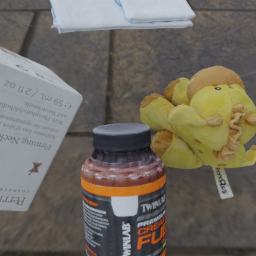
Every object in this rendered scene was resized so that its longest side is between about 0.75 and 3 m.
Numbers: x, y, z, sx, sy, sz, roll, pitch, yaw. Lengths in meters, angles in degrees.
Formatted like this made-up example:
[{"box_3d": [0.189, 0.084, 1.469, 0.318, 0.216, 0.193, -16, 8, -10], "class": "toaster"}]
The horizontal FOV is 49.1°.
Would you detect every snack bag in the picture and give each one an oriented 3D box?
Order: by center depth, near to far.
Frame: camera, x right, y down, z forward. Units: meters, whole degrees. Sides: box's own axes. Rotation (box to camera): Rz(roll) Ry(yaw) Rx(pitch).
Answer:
[{"box_3d": [-0.328, -2.745, 5.168, 2.607, 0.279, 2.458, -11, 64, -22], "class": "snack bag"}]

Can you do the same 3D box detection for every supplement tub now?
[{"box_3d": [-0.058, 1.235, 4.519, 1.359, 2.541, 1.359, -2, 10, 0], "class": "supplement tub"}]

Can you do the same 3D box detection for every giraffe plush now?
[{"box_3d": [1.506, -0.143, 5.282, 2.396, 2.252, 2.777, -28, 69, -6], "class": "giraffe plush"}]

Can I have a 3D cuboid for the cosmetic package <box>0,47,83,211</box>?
[{"box_3d": [-2.349, -0.137, 4.700, 1.900, 1.912, 2.285, 38, 104, 45], "class": "cosmetic package"}]
